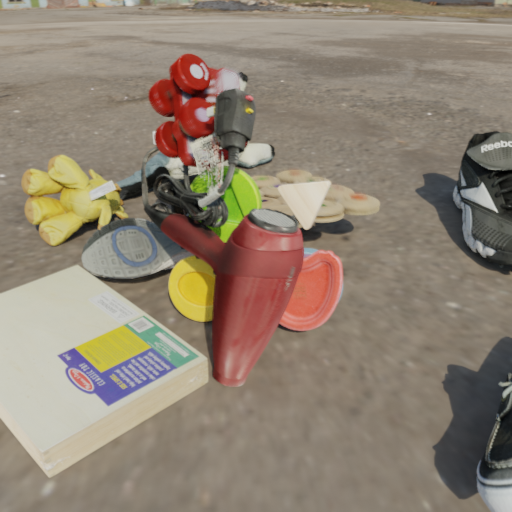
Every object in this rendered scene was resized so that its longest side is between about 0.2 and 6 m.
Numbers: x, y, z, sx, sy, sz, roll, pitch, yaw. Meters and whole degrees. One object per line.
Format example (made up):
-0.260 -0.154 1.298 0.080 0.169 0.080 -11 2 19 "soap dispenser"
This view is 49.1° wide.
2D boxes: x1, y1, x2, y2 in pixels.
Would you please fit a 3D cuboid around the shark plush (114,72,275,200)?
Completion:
-1.404 -2.138 12.578 1.901 2.074 4.564 -1 42 43 "shark plush"

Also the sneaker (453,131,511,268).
4.113 -1.150 9.485 1.241 1.689 3.734 -2 27 9 "sneaker"

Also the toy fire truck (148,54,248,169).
-0.602 -1.741 6.888 1.161 1.383 0.776 1 -16 -38 "toy fire truck"

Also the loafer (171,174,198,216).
-0.740 -1.205 10.672 0.716 0.733 2.007 23 36 37 "loafer"

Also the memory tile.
0.549 -1.032 9.536 2.130 0.233 2.779 -12 24 -23 "memory tile"

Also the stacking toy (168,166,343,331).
0.093 -0.134 7.437 2.283 2.067 0.964 8 13 15 "stacking toy"

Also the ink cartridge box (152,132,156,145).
-2.187 -2.992 14.416 0.623 0.363 0.856 -20 32 -33 "ink cartridge box"

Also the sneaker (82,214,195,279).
-1.328 -0.087 8.455 2.503 1.090 0.933 -11 72 -6 "sneaker"

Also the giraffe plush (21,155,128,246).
-3.020 -1.020 9.924 1.727 1.490 1.400 -6 6 9 "giraffe plush"

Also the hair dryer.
-0.374 -0.081 6.528 0.858 3.158 2.405 -3 -11 -34 "hair dryer"

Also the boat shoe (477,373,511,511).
2.678 1.433 5.298 0.920 0.905 2.552 -24 -2 44 "boat shoe"

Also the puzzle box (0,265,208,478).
-2.279 1.120 6.692 2.010 0.384 3.021 -24 36 -38 "puzzle box"
